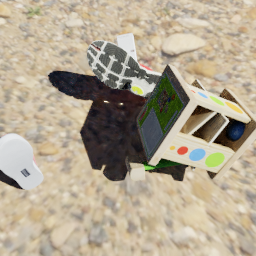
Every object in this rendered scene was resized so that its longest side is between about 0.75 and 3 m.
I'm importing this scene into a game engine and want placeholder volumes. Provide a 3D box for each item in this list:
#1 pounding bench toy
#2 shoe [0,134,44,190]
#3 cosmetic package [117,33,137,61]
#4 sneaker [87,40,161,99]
[{"bbox_3d":[1.323,0.298,6.438,2.019,2.588,1.608,18,31,-21],"label":"pounding bench toy"},{"bbox_3d":[-2.530,0.578,6.242,0.729,2.041,0.928,-33,61,-20],"label":"shoe"},{"bbox_3d":[-0.020,-2.304,8.455,0.500,0.364,0.984,-10,92,7],"label":"cosmetic package"},{"bbox_3d":[-0.016,-1.473,7.592,2.569,1.091,0.989,28,103,-24],"label":"sneaker"}]
